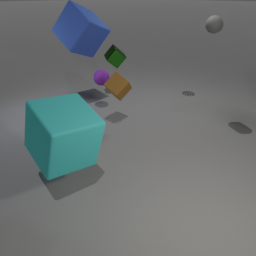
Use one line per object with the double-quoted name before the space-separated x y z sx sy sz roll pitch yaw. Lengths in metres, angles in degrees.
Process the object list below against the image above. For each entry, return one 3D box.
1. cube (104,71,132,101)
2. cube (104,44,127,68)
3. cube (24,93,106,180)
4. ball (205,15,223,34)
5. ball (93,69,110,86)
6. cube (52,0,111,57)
"cube" -0.374 -1.585 10.649 0.700 0.700 0.700 41 -2 15
"cube" -0.611 -3.395 13.271 0.700 0.700 0.700 31 22 -33
"cube" -1.606 0.159 6.932 1.400 1.400 1.400 -15 46 -37
"ball" 3.500 -4.191 11.354 0.700 0.700 0.700 0 28 0
"ball" -1.141 -2.174 12.068 0.700 0.700 0.700 0 28 0
"cube" -1.847 -3.870 11.100 1.400 1.400 1.400 49 25 19
